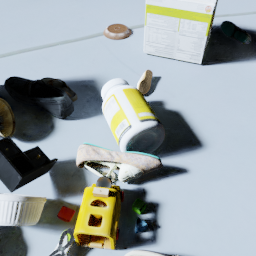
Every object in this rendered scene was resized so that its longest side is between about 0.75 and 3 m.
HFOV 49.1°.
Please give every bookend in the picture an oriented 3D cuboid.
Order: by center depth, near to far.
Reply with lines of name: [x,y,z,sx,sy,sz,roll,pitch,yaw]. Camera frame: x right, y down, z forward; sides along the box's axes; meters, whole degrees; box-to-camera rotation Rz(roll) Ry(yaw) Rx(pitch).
bookend: [-2.729,0.719,7.060,1.323,0.613,1.331,46,26,9]

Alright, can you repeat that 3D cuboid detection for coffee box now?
coffee box: [2.173,-4.432,11.297,2.476,2.449,2.472,15,49,14]

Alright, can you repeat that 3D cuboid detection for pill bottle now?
pill bottle: [0.022,-0.400,8.298,1.342,1.342,2.397,-15,49,-14]

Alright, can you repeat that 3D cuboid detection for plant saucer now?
plant saucer: [-0.490,-4.485,12.890,1.310,0.240,1.310,0,46,0]

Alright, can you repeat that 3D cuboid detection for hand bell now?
hand bell: [-4.763,-0.043,8.398,2.316,1.206,1.206,-13,47,4]

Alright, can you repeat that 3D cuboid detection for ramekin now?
ramekin: [-2.570,1.811,6.284,1.357,1.357,0.632,4,76,4]

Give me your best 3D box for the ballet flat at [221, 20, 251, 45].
ballet flat: [4.839,-4.217,12.496,0.623,0.623,1.733,-19,50,-17]

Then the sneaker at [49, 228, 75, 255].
sneaker: [-1.447,2.690,6.114,0.370,0.405,1.002,30,71,8]

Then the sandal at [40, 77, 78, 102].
sandal: [-2.475,-1.434,9.867,1.722,0.470,0.704,34,56,28]

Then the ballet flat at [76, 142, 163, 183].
ballet flat: [-0.292,1.017,7.477,2.384,0.812,0.802,8,59,17]

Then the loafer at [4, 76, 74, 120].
loafer: [-3.008,-1.225,9.307,2.842,0.998,0.965,24,52,21]

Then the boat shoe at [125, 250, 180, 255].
boat shoe: [1.244,3.108,5.585,2.800,0.878,1.017,11,92,20]

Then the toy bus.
toy bus: [-0.610,1.772,6.511,1.835,1.005,1.945,-31,55,-26]

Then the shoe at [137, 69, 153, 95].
shoe: [0.597,-1.608,10.178,0.439,0.335,1.257,34,52,-13]
